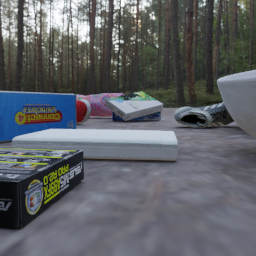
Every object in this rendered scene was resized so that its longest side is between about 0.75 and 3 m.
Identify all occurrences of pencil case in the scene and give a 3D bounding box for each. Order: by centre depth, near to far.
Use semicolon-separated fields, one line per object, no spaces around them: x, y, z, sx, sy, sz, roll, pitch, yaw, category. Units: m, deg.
-1.285;-0.937;12.103;2.574;1.125;1.125;1;5;24;pencil case

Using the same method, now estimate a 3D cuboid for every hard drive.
-0.316;0.183;3.577;1.816;0.239;1.198;1;5;7;hard drive

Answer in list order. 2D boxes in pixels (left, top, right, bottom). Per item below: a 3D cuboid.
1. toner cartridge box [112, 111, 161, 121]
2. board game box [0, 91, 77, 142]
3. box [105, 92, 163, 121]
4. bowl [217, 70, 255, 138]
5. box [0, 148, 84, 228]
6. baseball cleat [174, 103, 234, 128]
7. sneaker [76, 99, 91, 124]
0.292;-0.475;10.393;1.748;0.377;0.830;0;5;-3;toner cartridge box
-2.982;-0.248;5.211;2.832;0.808;2.892;3;6;36;board game box
0.222;-0.811;9.833;1.693;0.308;1.222;-16;37;-36;box
2.864;-0.384;3.101;2.868;1.071;2.864;-16;10;-18;bowl
-0.977;0.321;1.864;1.134;0.251;0.909;1;4;10;box
2.178;-0.252;7.271;1.875;0.654;0.998;-7;16;-3;baseball cleat
-2.076;-0.474;8.321;2.052;0.731;1.154;-6;-4;45;sneaker
